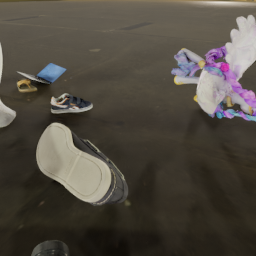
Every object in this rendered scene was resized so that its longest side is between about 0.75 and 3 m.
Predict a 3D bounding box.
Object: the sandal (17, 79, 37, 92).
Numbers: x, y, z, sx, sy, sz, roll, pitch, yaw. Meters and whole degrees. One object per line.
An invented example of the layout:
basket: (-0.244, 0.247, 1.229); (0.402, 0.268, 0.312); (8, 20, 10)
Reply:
sandal: (-3.535, -1.520, 9.625); (0.544, 0.365, 1.353); (-16, 33, -26)

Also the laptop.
laptop: (-3.151, -2.073, 10.183); (1.183, 0.732, 1.263); (26, 11, 40)

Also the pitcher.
pitcher: (-4.301, -1.386, 6.859); (2.449, 2.855, 1.731); (-9, 30, -12)

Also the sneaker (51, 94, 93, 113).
sneaker: (-1.626, -0.731, 8.109); (1.200, 0.476, 0.470); (-8, 28, -16)

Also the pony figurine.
pony figurine: (2.357, -1.250, 7.240); (2.274, 2.636, 2.730); (-50, 40, -4)

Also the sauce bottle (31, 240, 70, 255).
sauce bottle: (-0.739, 2.156, 2.638); (0.768, 0.768, 2.327); (-8, 28, -13)

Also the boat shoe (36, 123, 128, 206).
boat shoe: (-0.985, 0.695, 5.499); (0.845, 0.979, 2.696); (33, -3, -41)
